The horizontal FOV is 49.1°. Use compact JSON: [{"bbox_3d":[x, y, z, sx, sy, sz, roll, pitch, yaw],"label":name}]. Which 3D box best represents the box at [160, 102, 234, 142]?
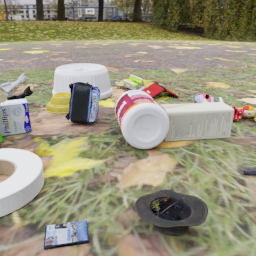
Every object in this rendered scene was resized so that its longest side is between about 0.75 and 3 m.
[{"bbox_3d":[2.200,-0.226,9.171,2.213,1.051,0.860,-2,22,-9],"label":"box"}]

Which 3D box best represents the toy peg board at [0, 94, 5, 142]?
[{"bbox_3d":[-5.515,0.156,8.223,2.937,1.443,2.950,-3,16,37],"label":"toy peg board"}]

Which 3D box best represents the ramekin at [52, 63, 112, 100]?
[{"bbox_3d":[-2.268,-2.336,13.925,3.008,1.401,3.008,1,22,0],"label":"ramekin"}]

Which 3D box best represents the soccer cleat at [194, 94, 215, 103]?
[{"bbox_3d":[3.388,-1.258,12.265,0.596,0.640,1.748,-2,22,-4],"label":"soccer cleat"}]

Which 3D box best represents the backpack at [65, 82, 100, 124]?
[{"bbox_3d":[-1.648,-0.994,10.640,1.115,1.514,1.658,8,10,-3],"label":"backpack"}]

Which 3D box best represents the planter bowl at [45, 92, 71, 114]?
[{"bbox_3d":[-2.792,-1.156,12.033,1.529,0.637,1.529,0,21,0],"label":"planter bowl"}]

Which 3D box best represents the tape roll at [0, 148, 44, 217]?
[{"bbox_3d":[-3.202,1.190,6.380,2.510,0.459,2.510,0,21,0],"label":"tape roll"}]

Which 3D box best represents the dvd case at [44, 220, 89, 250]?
[{"bbox_3d":[-1.111,1.926,5.078,0.771,0.068,0.550,-4,23,-11],"label":"dvd case"}]

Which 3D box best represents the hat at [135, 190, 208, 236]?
[{"bbox_3d":[0.781,1.654,5.164,1.327,0.535,1.327,-1,14,0],"label":"hat"}]

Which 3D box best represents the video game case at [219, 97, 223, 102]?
[{"bbox_3d":[3.318,-0.574,10.150,0.082,0.941,0.673,5,22,12],"label":"video game case"}]

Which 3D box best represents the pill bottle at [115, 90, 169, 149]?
[{"bbox_3d":[0.337,-0.423,9.152,1.423,1.423,2.519,-3,20,-9],"label":"pill bottle"}]

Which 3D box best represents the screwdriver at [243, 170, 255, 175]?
[{"bbox_3d":[3.424,1.098,7.015,1.046,0.152,0.146,-4,23,0],"label":"screwdriver"}]

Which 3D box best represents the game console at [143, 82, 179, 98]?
[{"bbox_3d":[1.615,-1.719,14.106,1.279,0.881,1.484,-34,25,0],"label":"game console"}]

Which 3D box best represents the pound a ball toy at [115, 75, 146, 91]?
[{"bbox_3d":[0.121,-2.267,15.035,1.009,0.657,1.547,-35,33,-14],"label":"pound a ball toy"}]

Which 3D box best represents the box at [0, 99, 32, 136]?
[{"bbox_3d":[-3.932,-0.352,9.424,1.165,1.072,0.611,-10,24,-23],"label":"box"}]

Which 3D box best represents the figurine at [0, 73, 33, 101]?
[{"bbox_3d":[-4.645,-1.615,11.894,0.530,1.232,1.202,31,57,23],"label":"figurine"}]

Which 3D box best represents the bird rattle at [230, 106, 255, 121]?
[{"bbox_3d":[4.576,-0.548,10.760,1.532,0.863,1.249,-7,7,19],"label":"bird rattle"}]
